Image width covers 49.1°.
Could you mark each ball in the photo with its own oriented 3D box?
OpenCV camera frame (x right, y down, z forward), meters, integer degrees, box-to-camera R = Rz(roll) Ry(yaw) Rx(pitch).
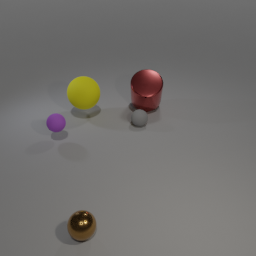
[{"bbox_3d":[-2.652,-0.191,10.336,0.700,0.700,0.700,0,30,0],"label":"ball"},{"bbox_3d":[-1.879,-1.487,11.908,1.400,1.400,1.400,0,30,0],"label":"ball"},{"bbox_3d":[0.472,-0.418,11.580,0.700,0.700,0.700,0,30,0],"label":"ball"},{"bbox_3d":[-1.110,2.341,6.747,0.700,0.700,0.700,0,30,0],"label":"ball"}]

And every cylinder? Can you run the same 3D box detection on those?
[{"bbox_3d":[0.822,-1.645,12.501,1.400,1.400,1.400,-1,66,2],"label":"cylinder"}]
